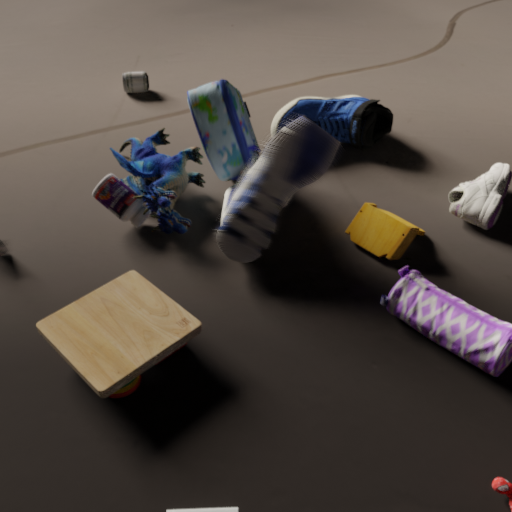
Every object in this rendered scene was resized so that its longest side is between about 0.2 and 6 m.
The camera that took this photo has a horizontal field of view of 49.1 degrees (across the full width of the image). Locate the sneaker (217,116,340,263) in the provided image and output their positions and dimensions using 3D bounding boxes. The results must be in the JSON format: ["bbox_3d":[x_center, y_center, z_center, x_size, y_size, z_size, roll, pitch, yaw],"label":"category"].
[{"bbox_3d":[0.133,-1.369,10.906,1.214,3.005,1.736,36,2,-19],"label":"sneaker"}]

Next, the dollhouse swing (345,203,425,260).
[{"bbox_3d":[2.643,-0.423,11.294,1.147,1.009,1.043,35,92,35],"label":"dollhouse swing"}]

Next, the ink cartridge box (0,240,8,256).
[{"bbox_3d":[-5.296,-0.474,10.826,1.086,0.514,0.201,39,68,13],"label":"ink cartridge box"}]

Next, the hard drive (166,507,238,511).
[{"bbox_3d":[-0.652,3.325,6.701,0.882,0.116,0.581,-2,39,-1],"label":"hard drive"}]

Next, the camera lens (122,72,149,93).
[{"bbox_3d":[-3.640,-5.261,16.985,0.757,0.605,0.605,-5,39,-7],"label":"camera lens"}]

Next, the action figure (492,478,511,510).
[{"bbox_3d":[3.760,2.981,6.561,1.830,0.906,0.597,19,42,26],"label":"action figure"}]

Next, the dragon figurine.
[{"bbox_3d":[-2.483,-1.841,12.285,3.956,1.164,1.967,33,49,32],"label":"dragon figurine"}]

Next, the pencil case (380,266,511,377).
[{"bbox_3d":[3.145,0.992,8.959,2.176,0.930,0.913,32,44,32],"label":"pencil case"}]

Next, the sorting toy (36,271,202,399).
[{"bbox_3d":[-2.114,1.288,8.807,1.839,0.644,1.850,-32,49,-33],"label":"sorting toy"}]

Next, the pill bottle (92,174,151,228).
[{"bbox_3d":[-2.722,-1.098,11.465,1.126,0.628,0.628,40,44,-5],"label":"pill bottle"}]

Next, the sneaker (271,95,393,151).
[{"bbox_3d":[2.041,-3.289,14.045,3.146,1.207,1.750,-16,33,-29],"label":"sneaker"}]

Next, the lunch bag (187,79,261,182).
[{"bbox_3d":[-0.594,-2.620,12.087,1.042,2.032,2.528,-17,6,7],"label":"lunch bag"}]

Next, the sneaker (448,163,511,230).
[{"bbox_3d":[4.828,-1.453,12.074,1.103,0.829,2.215,19,43,22],"label":"sneaker"}]
